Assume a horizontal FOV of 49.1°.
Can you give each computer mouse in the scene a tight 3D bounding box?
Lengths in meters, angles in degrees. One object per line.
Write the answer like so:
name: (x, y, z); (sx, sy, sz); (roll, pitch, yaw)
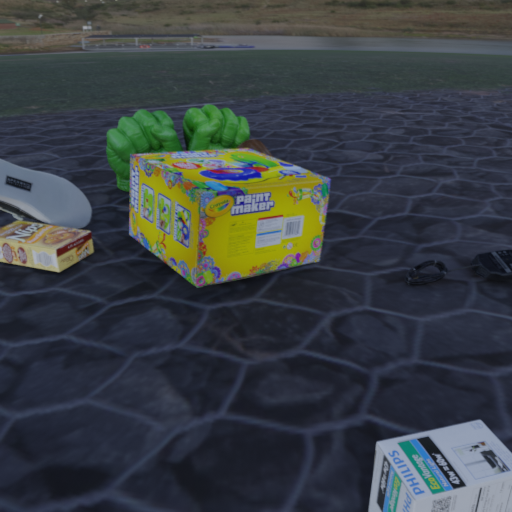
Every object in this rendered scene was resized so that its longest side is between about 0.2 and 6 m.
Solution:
computer mouse: (3.729, 0.308, 9.816); (2.323, 0.395, 0.681); (-7, 38, -2)

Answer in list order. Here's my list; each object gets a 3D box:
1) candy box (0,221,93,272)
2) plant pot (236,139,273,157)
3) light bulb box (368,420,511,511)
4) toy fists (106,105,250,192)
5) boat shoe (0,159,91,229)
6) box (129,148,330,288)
candy box: (-4.118, -0.209, 10.559); (1.770, 0.489, 1.021); (9, 24, 20)
plant pot: (0.101, -2.232, 14.377); (1.099, 1.099, 1.176); (-17, 46, -32)
light bulb box: (1.642, 2.175, 4.979); (1.092, 1.083, 0.682); (-6, 25, -15)
toy fists: (-1.913, -2.801, 14.351); (3.758, 1.916, 1.292); (-10, 27, -18)
boat shoe: (-4.667, -1.194, 11.168); (0.937, 1.013, 2.743); (-5, -15, 44)
box: (-0.572, -0.869, 10.375); (2.713, 1.655, 2.613); (-11, 27, -35)
